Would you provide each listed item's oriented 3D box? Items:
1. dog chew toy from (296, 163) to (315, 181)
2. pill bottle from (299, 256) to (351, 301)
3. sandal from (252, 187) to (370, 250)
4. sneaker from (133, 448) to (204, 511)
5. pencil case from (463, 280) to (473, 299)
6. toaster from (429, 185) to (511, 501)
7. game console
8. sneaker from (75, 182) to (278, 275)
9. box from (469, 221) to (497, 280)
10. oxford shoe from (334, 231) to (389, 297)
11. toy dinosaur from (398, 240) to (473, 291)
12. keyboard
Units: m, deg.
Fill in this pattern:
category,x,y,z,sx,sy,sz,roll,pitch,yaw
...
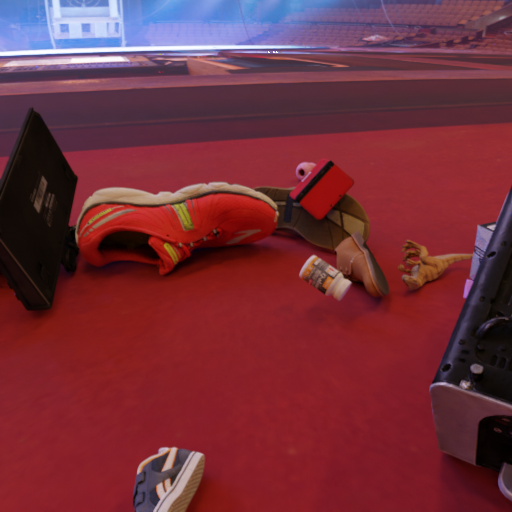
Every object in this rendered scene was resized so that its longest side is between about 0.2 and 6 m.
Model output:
category,x,y,z,sx,sy,sz,roll,pitch,yaw
dog chew toy,1.393,-2.190,14.536,0.500,0.500,0.803,19,23,34
pill bottle,1.050,0.345,8.475,0.714,0.416,0.416,34,37,16
sandal,1.007,-0.804,11.215,2.879,1.157,0.778,13,1,34
sneaker,-0.936,2.295,5.229,0.529,0.523,1.332,11,16,11
pencil case,4.107,0.851,7.505,2.516,1.056,1.076,8,-10,22
toaster,3.783,0.826,5.419,3.327,2.183,3.679,16,55,28
game console,1.220,-1.267,10.580,0.990,0.588,0.853,-47,16,4
sneaker,-1.376,-0.329,10.168,3.671,1.414,1.559,-4,45,-4
box,4.536,0.197,8.920,1.220,1.059,1.846,-12,27,-21
oxford shoe,1.739,0.246,9.444,0.688,0.688,1.929,-30,20,9
toy dinosaur,3.082,0.154,9.784,1.931,0.583,1.026,-23,52,-29
keyboard,-3.736,-0.726,9.730,0.504,2.357,3.925,-17,40,5
